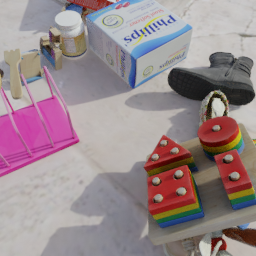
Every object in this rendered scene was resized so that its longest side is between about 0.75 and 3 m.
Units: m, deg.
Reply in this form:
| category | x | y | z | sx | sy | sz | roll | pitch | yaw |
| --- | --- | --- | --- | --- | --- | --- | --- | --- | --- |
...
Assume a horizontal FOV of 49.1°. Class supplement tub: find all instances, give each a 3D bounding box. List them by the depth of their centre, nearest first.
| category | x | y | z | sx | sy | sz | roll | pitch | yaw |
| --- | --- | --- | --- | --- | --- | --- | --- | --- | --- |
| supplement tub | -2.037 | -3.321 | 10.067 | 1.039 | 1.439 | 1.039 | 0 | 55 | 0 |

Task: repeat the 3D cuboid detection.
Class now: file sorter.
| category | x | y | z | sx | sy | sz | roll | pitch | yaw |
| --- | --- | --- | --- | --- | --- | --- | --- | --- | --- |
| file sorter | -3.113 | -0.218 | 7.715 | 2.810 | 1.762 | 1.953 | -24 | 59 | -16 |

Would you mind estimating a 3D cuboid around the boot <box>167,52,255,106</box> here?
| category | x | y | z | sx | sy | sz | roll | pitch | yaw |
| --- | --- | --- | --- | --- | --- | --- | --- | --- | --- |
| boot | 2.788 | -1.847 | 9.455 | 2.908 | 1.015 | 1.914 | 15 | 53 | -3 |

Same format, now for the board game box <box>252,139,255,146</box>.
| category | x | y | z | sx | sy | sz | roll | pitch | yaw |
| --- | --- | --- | --- | --- | --- | --- | --- | --- | --- |
| board game box | 4.542 | 0.682 | 8.040 | 1.948 | 0.229 | 1.021 | -7 | 54 | -5 |

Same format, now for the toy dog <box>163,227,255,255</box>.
| category | x | y | z | sx | sy | sz | roll | pitch | yaw |
| --- | --- | --- | --- | --- | --- | --- | --- | --- | --- |
| toy dog | 2.133 | 2.861 | 5.810 | 1.864 | 1.361 | 2.826 | -26 | 59 | -17 |

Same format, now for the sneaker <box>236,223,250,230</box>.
| category | x | y | z | sx | sy | sz | roll | pitch | yaw |
| --- | --- | --- | --- | --- | --- | --- | --- | --- | --- |
| sneaker | 2.771 | 1.518 | 6.502 | 0.861 | 0.897 | 2.286 | 36 | 32 | 27 |

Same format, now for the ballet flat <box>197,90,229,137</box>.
| category | x | y | z | sx | sy | sz | roll | pitch | yaw |
| --- | --- | --- | --- | --- | --- | --- | --- | --- | --- |
| ballet flat | 2.499 | 0.064 | 8.047 | 1.074 | 0.907 | 2.839 | 2 | 56 | 2 |

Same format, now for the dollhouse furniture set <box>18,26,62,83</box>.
| category | x | y | z | sx | sy | sz | roll | pitch | yaw |
| --- | --- | --- | --- | --- | --- | --- | --- | --- | --- |
| dollhouse furniture set | -3.242 | -2.602 | 9.492 | 1.662 | 1.569 | 1.085 | -27 | 58 | -31 |

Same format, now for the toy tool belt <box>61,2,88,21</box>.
| category | x | y | z | sx | sy | sz | roll | pitch | yaw |
| --- | --- | --- | --- | --- | --- | --- | --- | --- | --- |
| toy tool belt | -2.171 | -4.802 | 11.446 | 0.885 | 0.871 | 1.417 | 30 | 60 | 19 |

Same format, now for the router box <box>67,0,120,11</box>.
| category | x | y | z | sx | sy | sz | roll | pitch | yaw |
| --- | --- | --- | --- | --- | --- | --- | --- | --- | --- |
| router box | -1.279 | -5.989 | 11.909 | 2.325 | 0.633 | 2.590 | 12 | 52 | -18 |

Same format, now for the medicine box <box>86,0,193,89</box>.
| category | x | y | z | sx | sy | sz | roll | pitch | yaw |
| --- | --- | --- | --- | --- | --- | --- | --- | --- | --- |
| medicine box | 0.353 | -3.202 | 9.980 | 2.567 | 1.451 | 2.818 | -33 | 61 | -20 |

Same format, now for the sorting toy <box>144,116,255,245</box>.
| category | x | y | z | sx | sy | sz | roll | pitch | yaw |
| --- | --- | --- | --- | --- | --- | --- | --- | --- | --- |
| sorting toy | 1.570 | 0.901 | 6.308 | 2.690 | 0.936 | 2.674 | -21 | 31 | 16 |

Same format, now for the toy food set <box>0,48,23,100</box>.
| category | x | y | z | sx | sy | sz | roll | pitch | yaw |
| --- | --- | --- | --- | --- | --- | --- | --- | --- | --- |
| toy food set | -2.743 | -0.658 | 4.646 | 1.993 | 0.400 | 1.376 | -11 | 58 | -12 |
